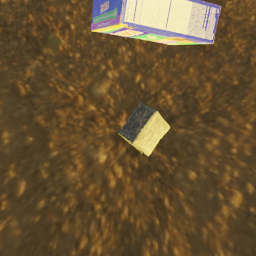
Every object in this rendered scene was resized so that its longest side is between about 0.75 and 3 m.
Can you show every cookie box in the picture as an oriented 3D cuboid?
[{"bbox_3d":[0.381,-1.789,4.591,1.636,1.399,0.615,2,104,-25],"label":"cookie box"}]

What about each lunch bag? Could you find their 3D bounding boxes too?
[{"bbox_3d":[0.297,0.057,4.465,0.447,0.760,0.623,33,84,38],"label":"lunch bag"}]
